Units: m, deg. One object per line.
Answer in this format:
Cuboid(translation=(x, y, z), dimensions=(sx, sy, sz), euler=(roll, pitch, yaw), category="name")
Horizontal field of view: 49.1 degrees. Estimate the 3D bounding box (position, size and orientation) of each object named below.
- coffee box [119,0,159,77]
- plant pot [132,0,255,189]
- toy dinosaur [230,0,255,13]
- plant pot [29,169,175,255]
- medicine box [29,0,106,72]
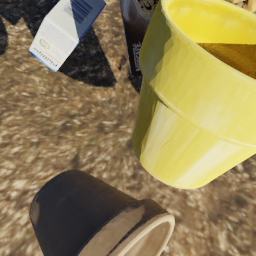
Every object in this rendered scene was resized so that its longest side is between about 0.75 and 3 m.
Cuboid(translation=(0.611, -2.681, 6.515), dimensions=(1.562, 2.763, 1.103), euler=(-8, 48, 2), category="coffee box")
Cuboid(translation=(1.354, -0.437, 5.001), dimensions=(2.910, 2.738, 2.910), euler=(14, 43, -13), category="plant pot")
Cuboid(translation=(2.516, -2.661, 5.908), dimensions=(1.305, 2.457, 0.742), euler=(29, 32, -32), category="toy dinosaur")
Cuboid(translation=(-0.400, 1.135, 3.079), dimensions=(1.434, 1.434, 1.250), euler=(-39, 56, -24), category="plant pot")
Cuboid(translation=(-1.506, -2.439, 6.841), dimensions=(0.849, 1.650, 1.502), euler=(36, 61, -18), category="medicine box")
